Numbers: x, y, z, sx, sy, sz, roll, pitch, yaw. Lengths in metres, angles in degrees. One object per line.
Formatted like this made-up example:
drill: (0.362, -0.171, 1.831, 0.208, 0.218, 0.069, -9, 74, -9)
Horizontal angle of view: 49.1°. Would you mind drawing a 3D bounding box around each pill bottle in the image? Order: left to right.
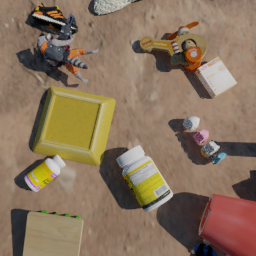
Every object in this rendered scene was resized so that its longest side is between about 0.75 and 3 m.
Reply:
pill bottle: (-2.874, 1.548, 9.799, 1.344, 0.700, 0.700, -39, 81, -6)
pill bottle: (0.527, 1.689, 9.535, 1.160, 1.160, 2.030, -31, 80, -6)

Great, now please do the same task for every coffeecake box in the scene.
coffeecake box: (3.312, -1.899, 10.596, 0.955, 0.455, 1.244, -30, 80, -6)

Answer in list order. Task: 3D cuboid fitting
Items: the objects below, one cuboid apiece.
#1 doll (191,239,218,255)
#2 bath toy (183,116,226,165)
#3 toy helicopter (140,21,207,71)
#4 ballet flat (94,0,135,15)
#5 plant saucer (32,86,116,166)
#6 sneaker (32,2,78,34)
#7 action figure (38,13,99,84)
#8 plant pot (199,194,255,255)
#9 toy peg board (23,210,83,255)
doll: (2.592, 4.377, 9.425, 0.960, 0.341, 1.407, 12, 73, 10)
bath toy: (2.726, 0.373, 10.040, 0.711, 0.837, 1.924, -23, 73, -39)
toy helicopter: (1.714, -3.216, 10.644, 2.540, 1.002, 1.680, 10, 83, 12)
ballet flat: (-0.084, -5.462, 11.060, 2.897, 1.039, 1.039, -23, 80, -4)
plant saucer: (-1.983, -0.160, 10.173, 2.629, 0.637, 2.629, 12, 79, 2)
sneaker: (-2.762, -4.367, 10.971, 1.913, 0.669, 0.861, 20, 83, 6)
action figure: (-2.176, -2.834, 9.910, 2.133, 1.153, 2.205, 22, 118, 0)
plant pot: (3.358, 3.105, 8.977, 1.796, 2.030, 2.030, 20, 79, 15)
toy peg board: (-2.423, 3.691, 9.423, 1.805, 0.883, 1.797, 8, 95, 3)
